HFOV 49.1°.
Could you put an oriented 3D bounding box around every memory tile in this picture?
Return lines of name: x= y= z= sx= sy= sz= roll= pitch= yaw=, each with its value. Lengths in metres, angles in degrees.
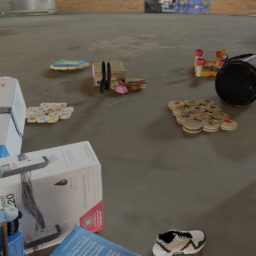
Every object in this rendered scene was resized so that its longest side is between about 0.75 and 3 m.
memory tile: x=2.568 y=-0.512 z=10.004 sx=1.885 sy=0.206 sz=2.459 roll=-4 pitch=28 yaw=-7

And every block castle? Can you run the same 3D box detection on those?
block castle: x=4.415 y=-3.607 z=14.901 sx=1.679 sy=1.179 sz=2.513 roll=5 pitch=28 yaw=9

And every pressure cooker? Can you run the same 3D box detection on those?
pressure cooker: x=4.612 y=-1.924 z=11.025 sx=1.836 sy=1.865 sz=2.088 roll=36 pitch=43 yaw=28

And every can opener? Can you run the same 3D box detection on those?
can opener: x=-0.858 y=-2.027 z=11.120 sx=0.477 sy=1.505 sz=0.592 roll=9 pitch=51 yaw=-4

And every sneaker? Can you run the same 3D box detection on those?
sneaker: x=0.945 y=1.997 z=4.974 sx=1.017 sy=0.407 sz=0.375 roll=-8 pitch=27 yaw=-18

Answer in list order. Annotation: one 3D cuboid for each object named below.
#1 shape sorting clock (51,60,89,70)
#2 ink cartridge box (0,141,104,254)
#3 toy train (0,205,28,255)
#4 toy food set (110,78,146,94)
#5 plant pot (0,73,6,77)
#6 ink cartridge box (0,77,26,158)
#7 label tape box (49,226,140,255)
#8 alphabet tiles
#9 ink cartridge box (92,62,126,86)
shape sorting clock: x=-3.180 y=-3.425 z=15.367 sx=2.087 sy=0.409 sz=2.087 roll=2 pitch=21 yaw=-1
ink cartridge box: x=-1.612 y=1.289 z=5.011 sx=2.199 sy=1.601 sz=0.932 roll=-10 pitch=29 yaw=-19
toy train: x=-1.895 y=1.853 z=3.954 sx=0.725 sy=1.672 sz=0.955 roll=12 pitch=19 yaw=25
toy food set: x=-0.043 y=-1.862 z=12.499 sx=2.012 sy=0.317 sz=1.279 roll=-5 pitch=28 yaw=-15
plant pot: x=-4.626 y=-0.606 z=8.523 sx=1.927 sy=1.932 sz=1.968 roll=-14 pitch=18 yaw=-25
ink cartridge box: x=-3.681 y=0.206 z=6.559 sx=2.080 sy=1.200 sz=2.866 roll=-5 pitch=49 yaw=-7
label tape box: x=-0.031 y=2.643 z=3.118 sx=2.983 sy=0.944 sz=2.151 roll=15 pitch=31 yaw=26
alphabet tiles: x=-2.884 y=-0.565 z=10.194 sx=1.688 sy=0.123 sz=1.650 roll=1 pitch=27 yaw=2
ink cartridge box: x=-0.937 y=-2.673 z=13.634 sx=1.491 sy=0.680 sz=1.810 roll=-5 pitch=28 yaw=-7
